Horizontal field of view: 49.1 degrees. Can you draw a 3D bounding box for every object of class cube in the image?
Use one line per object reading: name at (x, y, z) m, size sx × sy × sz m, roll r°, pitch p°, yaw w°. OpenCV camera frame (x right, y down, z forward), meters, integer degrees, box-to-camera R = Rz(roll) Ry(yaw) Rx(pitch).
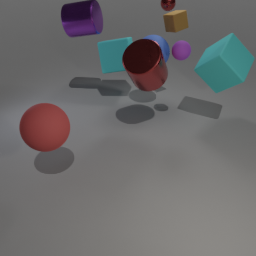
cube at (-0.495, -3.423, 13.121) m, size 1.400 × 1.400 × 1.400 m, roll -5°, pitch 19°, yaw 11°
cube at (3.713, -2.465, 10.833) m, size 1.400 × 1.400 × 1.400 m, roll -57°, pitch 17°, yaw -28°
cube at (1.969, -4.395, 11.533) m, size 0.700 × 0.700 × 0.700 m, roll -27°, pitch 30°, yaw -19°

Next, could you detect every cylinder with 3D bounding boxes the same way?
cylinder at (0.648, -2.229, 10.098) m, size 1.400 × 1.400 × 1.400 m, roll -5°, pitch 71°, yaw 16°
cylinder at (-1.956, -4.714, 12.119) m, size 1.400 × 1.400 × 1.400 m, roll -2°, pitch 31°, yaw 15°

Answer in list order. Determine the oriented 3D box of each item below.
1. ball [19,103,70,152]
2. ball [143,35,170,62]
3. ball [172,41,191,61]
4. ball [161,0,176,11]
ball at (-2.373, -0.018, 8.046) m, size 1.400 × 1.400 × 1.400 m, roll 0°, pitch 32°, yaw 0°
ball at (1.051, -3.178, 11.764) m, size 1.400 × 1.400 × 1.400 m, roll 0°, pitch 32°, yaw 0°
ball at (1.936, -2.810, 10.167) m, size 0.700 × 0.700 × 0.700 m, roll 0°, pitch 32°, yaw 0°
ball at (1.854, -5.776, 12.939) m, size 0.700 × 0.700 × 0.700 m, roll 0°, pitch 32°, yaw 0°
